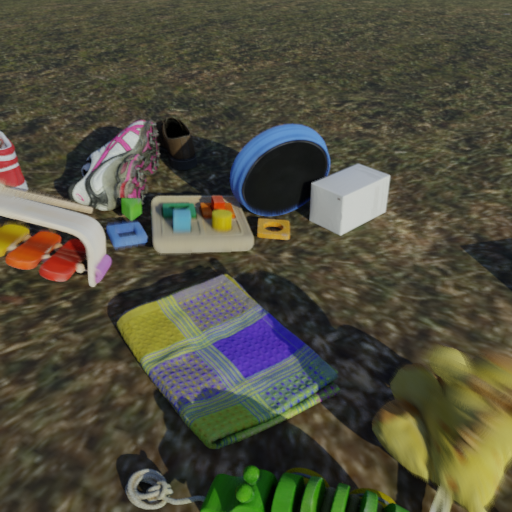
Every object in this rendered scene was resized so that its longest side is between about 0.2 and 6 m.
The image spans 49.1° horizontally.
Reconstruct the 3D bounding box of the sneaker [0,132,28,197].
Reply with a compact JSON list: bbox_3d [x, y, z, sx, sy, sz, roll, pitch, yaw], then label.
[{"bbox_3d":[-5.843,-1.981,11.585,2.256,1.269,0.804,9,33,14],"label":"sneaker"}]

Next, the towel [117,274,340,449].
[{"bbox_3d":[-0.476,1.213,7.406,2.010,0.319,2.799,-18,36,-27],"label":"towel"}]

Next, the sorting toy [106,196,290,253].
[{"bbox_3d":[-0.995,-0.714,10.067,3.297,0.449,1.856,-1,31,-11],"label":"sorting toy"}]

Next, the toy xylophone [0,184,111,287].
[{"bbox_3d":[-3.731,-0.469,8.751,3.192,0.802,2.337,17,12,-1],"label":"toy xylophone"}]

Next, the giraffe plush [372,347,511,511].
[{"bbox_3d":[2.079,1.553,5.434,1.618,1.520,1.875,15,40,5],"label":"giraffe plush"}]

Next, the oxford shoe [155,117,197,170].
[{"bbox_3d":[-1.958,-2.915,13.378,0.844,0.980,2.321,-16,34,-21],"label":"oxford shoe"}]

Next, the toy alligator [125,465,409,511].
[{"bbox_3d":[0.215,2.316,5.095,3.314,0.899,0.983,11,34,17],"label":"toy alligator"}]

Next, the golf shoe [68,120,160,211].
[{"bbox_3d":[-2.886,-2.046,11.782,1.497,1.180,3.250,1,32,3],"label":"golf shoe"}]

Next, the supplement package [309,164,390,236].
[{"bbox_3d":[1.762,-1.094,10.602,1.356,0.822,0.812,-26,40,-35],"label":"supplement package"}]

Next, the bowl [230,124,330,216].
[{"bbox_3d":[0.473,-1.509,10.344,1.932,1.932,0.379,-12,50,-19],"label":"bowl"}]
